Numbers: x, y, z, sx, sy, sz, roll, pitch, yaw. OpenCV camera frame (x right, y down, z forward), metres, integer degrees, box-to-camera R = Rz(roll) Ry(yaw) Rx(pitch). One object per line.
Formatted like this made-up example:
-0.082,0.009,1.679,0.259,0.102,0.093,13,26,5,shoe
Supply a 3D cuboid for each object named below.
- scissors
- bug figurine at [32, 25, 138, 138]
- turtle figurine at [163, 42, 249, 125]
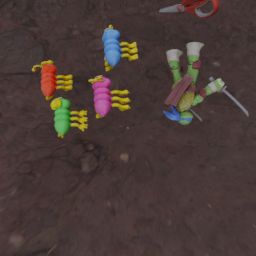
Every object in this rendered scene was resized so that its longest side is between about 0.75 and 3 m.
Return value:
1.513,-3.148,7.491,0.181,2.594,0.949,-38,103,-11,scissors
-1.050,-1.000,6.236,2.737,0.704,2.123,-20,67,25,bug figurine
0.985,-0.614,4.133,1.145,0.824,1.111,-5,88,-10,turtle figurine
